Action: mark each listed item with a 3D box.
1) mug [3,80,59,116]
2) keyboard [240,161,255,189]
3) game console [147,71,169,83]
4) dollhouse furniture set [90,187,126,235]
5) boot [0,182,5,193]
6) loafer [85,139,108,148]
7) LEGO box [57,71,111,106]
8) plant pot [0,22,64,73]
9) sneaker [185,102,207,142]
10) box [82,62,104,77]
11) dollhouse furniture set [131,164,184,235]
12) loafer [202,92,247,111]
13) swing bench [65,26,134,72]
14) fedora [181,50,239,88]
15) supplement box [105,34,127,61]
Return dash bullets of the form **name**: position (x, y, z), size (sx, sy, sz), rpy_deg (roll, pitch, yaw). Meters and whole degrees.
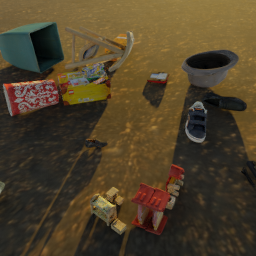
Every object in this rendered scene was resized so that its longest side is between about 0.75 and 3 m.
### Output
- **mug**: position (-4.021, -1.435, 11.576), size (1.917, 1.279, 1.701), rpy_deg (-15, 41, -25)
- **keyboard**: position (4.023, 1.519, 8.489), size (0.936, 0.152, 1.473), rpy_deg (-5, 36, -7)
- **game console**: position (1.521, -2.557, 13.963), size (0.956, 0.168, 1.081), rpy_deg (11, 38, 14)
- **dollhouse furniture set**: position (-0.305, 2.051, 7.399), size (1.041, 0.579, 0.920), rpy_deg (26, 44, 30)
- **boot**: position (-4.221, 1.883, 7.703), size (1.374, 0.495, 1.063), rpy_deg (3, 37, -5)
- **loafer**: position (-1.091, 0.509, 9.711), size (0.787, 0.285, 0.287), rpy_deg (-3, 32, -10)
- **LEGO box**: position (-1.944, -1.871, 12.479), size (2.118, 0.817, 1.577), rpy_deg (-10, 38, -14)
- **plant pot**: position (-5.387, -4.412, 14.974), size (2.926, 2.068, 2.067), rpy_deg (12, 38, 24)
- **sneaker**: position (2.545, -0.291, 10.399), size (0.734, 0.743, 1.870), rpy_deg (10, 38, -1)
- **box**: position (-1.555, -2.604, 12.493), size (1.013, 0.326, 0.355), rpy_deg (-30, 46, -35)
- **dollhouse furniture set**: position (0.856, 1.685, 7.493), size (0.805, 1.065, 1.979), rpy_deg (16, 40, 21)
- **loafer**: position (3.945, -1.006, 11.547), size (1.778, 0.604, 0.624), rpy_deg (21, 45, 33)
- **swing bench**: position (-1.248, -3.879, 13.758), size (2.997, 1.944, 2.981), rpy_deg (6, 19, 2)
- **fedora**: position (3.859, -2.731, 13.339), size (2.582, 1.166, 2.284), rpy_deg (-17, 37, -8)
- **supplement box**: position (-0.531, -4.737, 16.366), size (0.833, 0.806, 2.421), rpy_deg (11, 37, 15)
